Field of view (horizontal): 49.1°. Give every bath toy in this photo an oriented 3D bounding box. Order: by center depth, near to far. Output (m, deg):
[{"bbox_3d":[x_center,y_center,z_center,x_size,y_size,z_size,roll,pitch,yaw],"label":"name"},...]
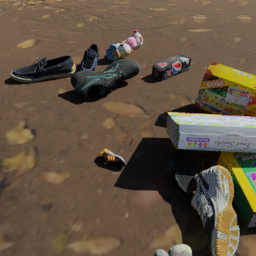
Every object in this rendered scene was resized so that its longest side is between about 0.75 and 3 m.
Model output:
[{"bbox_3d":[-0.035,-4.328,14.532,1.103,0.937,2.536,25,45,26],"label":"bath toy"}]

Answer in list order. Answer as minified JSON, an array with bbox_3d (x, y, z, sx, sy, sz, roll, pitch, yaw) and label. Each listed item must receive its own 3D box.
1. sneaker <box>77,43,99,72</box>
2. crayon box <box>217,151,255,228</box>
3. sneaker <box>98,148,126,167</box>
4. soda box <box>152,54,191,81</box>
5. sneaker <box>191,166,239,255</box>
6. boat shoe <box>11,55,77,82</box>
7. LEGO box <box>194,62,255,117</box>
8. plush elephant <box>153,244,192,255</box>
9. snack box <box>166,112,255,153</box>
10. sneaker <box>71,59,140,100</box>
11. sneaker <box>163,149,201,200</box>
[{"bbox_3d":[-1.823,-3.028,12.854,0.795,0.883,2.267,12,45,-6],"label":"sneaker"},{"bbox_3d":[4.088,1.487,7.720,2.541,0.741,2.192,-3,39,-4],"label":"crayon box"},{"bbox_3d":[-0.503,1.018,8.653,0.974,0.341,0.438,28,60,31],"label":"sneaker"},{"bbox_3d":[2.031,-2.821,12.974,1.917,0.607,0.678,-27,47,-28],"label":"soda box"},{"bbox_3d":[2.110,2.126,7.038,1.012,0.873,2.308,-25,42,41],"label":"sneaker"},{"bbox_3d":[-3.817,-2.741,12.665,2.899,0.902,1.082,-9,43,-9],"label":"boat shoe"},{"bbox_3d":[3.672,-1.204,10.036,2.145,1.597,0.828,23,49,15],"label":"LEGO box"},{"bbox_3d":[0.770,3.109,4.742,2.203,2.071,2.674,-13,42,-15],"label":"plush elephant"},{"bbox_3d":[2.761,0.091,8.400,2.972,0.787,2.114,2,13,0],"label":"snack box"},{"bbox_3d":[-0.800,-1.945,11.760,2.998,1.130,1.188,-20,55,-11],"label":"sneaker"},{"bbox_3d":[1.738,1.149,8.296,1.014,0.584,1.944,30,44,18],"label":"sneaker"}]
